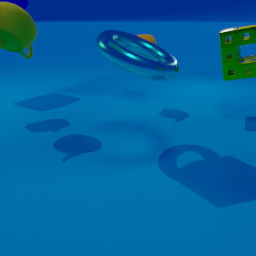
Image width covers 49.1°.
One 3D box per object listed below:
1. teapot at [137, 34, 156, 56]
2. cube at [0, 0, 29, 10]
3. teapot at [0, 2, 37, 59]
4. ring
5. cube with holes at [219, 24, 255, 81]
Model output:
[{"bbox_3d":[0.361,-2.141,7.551,0.650,0.826,1.328,15,21,-21],"label":"teapot"},{"bbox_3d":[-3.974,-3.475,8.512,1.230,1.230,1.230,29,52,-28],"label":"cube"},{"bbox_3d":[-2.402,-1.961,5.552,1.019,1.639,0.803,6,68,22],"label":"teapot"},{"bbox_3d":[0.192,-1.308,4.994,1.570,0.314,1.570,19,29,-11],"label":"ring"},{"bbox_3d":[2.873,-1.851,6.709,1.118,1.118,1.118,-3,19,26],"label":"cube with holes"}]
